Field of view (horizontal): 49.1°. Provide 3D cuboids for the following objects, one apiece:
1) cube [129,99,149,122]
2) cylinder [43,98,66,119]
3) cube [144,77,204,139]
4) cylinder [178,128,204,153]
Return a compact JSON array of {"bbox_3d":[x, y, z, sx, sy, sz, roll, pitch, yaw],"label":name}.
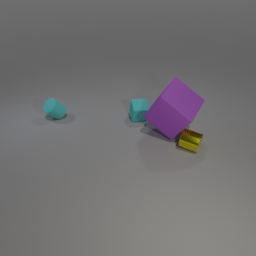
[{"bbox_3d":[0.484,-0.766,12.058,0.700,0.700,0.700,-3,50,-11],"label":"cube"},{"bbox_3d":[-3.170,-0.836,12.129,0.700,0.700,0.700,-14,62,27],"label":"cylinder"},{"bbox_3d":[1.705,-0.726,10.459,1.400,1.400,1.400,39,51,0],"label":"cube"},{"bbox_3d":[2.273,0.441,10.104,0.700,0.700,0.700,21,35,19],"label":"cylinder"}]
